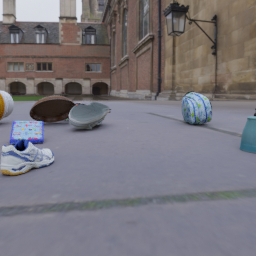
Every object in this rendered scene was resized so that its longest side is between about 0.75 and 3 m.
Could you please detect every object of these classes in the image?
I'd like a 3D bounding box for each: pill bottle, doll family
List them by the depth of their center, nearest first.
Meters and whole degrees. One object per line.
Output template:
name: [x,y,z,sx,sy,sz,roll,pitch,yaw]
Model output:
pill bottle: [-5.905,-0.885,11.100,1.642,1.642,2.956,1,6,10]
doll family: [-2.387,-0.816,13.456,2.514,0.986,1.453,1,2,-14]

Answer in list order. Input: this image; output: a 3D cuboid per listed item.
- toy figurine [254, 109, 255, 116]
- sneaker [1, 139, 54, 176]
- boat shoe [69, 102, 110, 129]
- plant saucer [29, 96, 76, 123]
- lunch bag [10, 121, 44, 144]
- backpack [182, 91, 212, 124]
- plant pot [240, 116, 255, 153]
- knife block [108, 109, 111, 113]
toy figurine: [3.940,0.006,7.338,1.300,0.904,1.280,4,14,17]
sneaker: [-1.705,0.440,4.937,0.457,0.535,1.213,1,6,18]
boat shoe: [-1.460,-0.370,10.714,1.050,0.913,2.849,19,15,6]
plant saucer: [-3.123,-0.812,11.720,1.938,0.334,1.938,-14,-24,-6]
lunch bag: [-2.709,0.178,7.558,0.823,0.514,1.093,1,16,-17]
backpack: [2.893,-0.769,11.887,1.363,1.446,1.773,-11,17,-21]
plant pot: [3.024,0.129,6.432,0.828,0.778,0.828,0,6,0]
knife block: [-1.409,-1.152,18.774,0.730,0.266,0.832,-3,7,-17]
